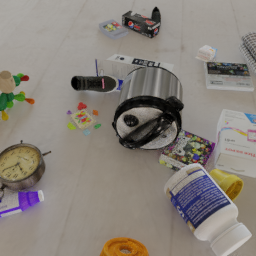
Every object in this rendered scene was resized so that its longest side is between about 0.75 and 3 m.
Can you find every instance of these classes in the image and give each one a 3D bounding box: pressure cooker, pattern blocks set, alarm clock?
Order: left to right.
[{"bbox_3d":[-3.311,1.317,8.276,1.401,0.692,2.078,19,48,16],"label":"alarm clock"},{"bbox_3d":[-1.626,-0.339,10.113,1.414,0.115,1.243,34,57,25],"label":"pattern blocks set"},{"bbox_3d":[0.629,-0.475,8.873,2.197,2.164,2.460,5,47,7],"label":"pressure cooker"}]

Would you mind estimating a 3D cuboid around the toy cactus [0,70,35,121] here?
[{"bbox_3d":[-4.105,-1.155,9.717,1.228,1.982,2.402,29,58,-2],"label":"toy cactus"}]

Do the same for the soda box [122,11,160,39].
[{"bbox_3d":[0.627,-5.181,13.968,1.931,0.612,0.683,33,57,24],"label":"soda box"}]

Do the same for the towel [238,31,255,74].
[{"bbox_3d":[6.377,-3.278,12.005,2.553,1.092,2.114,-8,50,-7],"label":"towel"}]

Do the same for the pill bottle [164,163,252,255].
[{"bbox_3d":[2.027,2.104,7.225,1.286,1.286,2.149,-23,53,-18],"label":"pill bottle"}]

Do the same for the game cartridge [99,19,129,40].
[{"bbox_3d":[-0.788,-4.939,13.996,0.982,0.302,1.476,-32,56,-20],"label":"game cartridge"}]

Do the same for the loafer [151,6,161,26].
[{"bbox_3d":[1.434,-5.723,14.472,0.535,0.553,1.576,1,49,1],"label":"loafer"}]

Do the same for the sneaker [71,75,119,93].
[{"bbox_3d":[-1.316,-1.621,10.441,1.889,0.668,0.937,8,16,30],"label":"sneaker"}]

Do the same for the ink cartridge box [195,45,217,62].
[{"bbox_3d":[3.458,-3.295,12.360,0.599,0.353,1.041,28,41,22],"label":"ink cartridge box"}]

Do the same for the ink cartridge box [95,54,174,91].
[{"bbox_3d":[0.228,-1.955,10.632,2.898,1.441,0.568,13,51,9],"label":"ink cartridge box"}]

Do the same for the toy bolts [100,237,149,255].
[{"bbox_3d":[0.078,3.929,5.851,2.750,1.908,2.627,11,9,22],"label":"toy bolts"}]

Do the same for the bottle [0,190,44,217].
[{"bbox_3d":[-3.046,2.066,7.826,1.312,0.428,0.548,-15,49,-12],"label":"bottle"}]

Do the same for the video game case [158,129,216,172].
[{"bbox_3d":[1.915,0.801,9.025,1.375,0.272,1.516,25,54,20],"label":"video game case"}]

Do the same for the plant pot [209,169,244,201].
[{"bbox_3d":[2.708,1.601,8.027,0.839,0.839,0.790,-26,39,-20],"label":"plant pot"}]

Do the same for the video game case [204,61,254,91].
[{"bbox_3d":[4.145,-2.177,11.647,1.820,0.213,1.655,4,50,5],"label":"video game case"}]

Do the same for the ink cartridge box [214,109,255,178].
[{"bbox_3d":[3.600,0.446,8.959,1.409,0.825,1.950,11,52,10],"label":"ink cartridge box"}]
